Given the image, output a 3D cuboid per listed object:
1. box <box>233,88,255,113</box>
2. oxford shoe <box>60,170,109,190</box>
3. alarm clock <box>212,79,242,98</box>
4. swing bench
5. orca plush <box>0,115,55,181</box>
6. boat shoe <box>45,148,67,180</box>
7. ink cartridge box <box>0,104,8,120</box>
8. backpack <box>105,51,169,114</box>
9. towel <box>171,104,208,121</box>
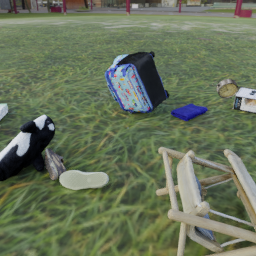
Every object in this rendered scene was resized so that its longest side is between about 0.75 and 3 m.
[{"bbox_3d":[5.308,-1.001,11.022,1.997,0.600,1.164,15,31,26],"label":"box"},{"bbox_3d":[-1.061,1.281,6.868,1.268,0.477,0.366,-3,-14,12],"label":"oxford shoe"},{"bbox_3d":[3.436,-1.440,9.939,1.048,0.707,0.349,15,45,-21],"label":"alarm clock"},{"bbox_3d":[1.682,1.453,5.399,2.114,1.371,2.102,1,27,1],"label":"swing bench"},{"bbox_3d":[-2.597,0.724,7.223,1.033,1.529,2.906,35,26,-1],"label":"orca plush"},{"bbox_3d":[-1.935,0.955,7.480,0.440,0.447,1.201,-3,33,-28],"label":"boat shoe"},{"bbox_3d":[-5.256,-0.450,10.092,1.312,0.408,1.630,-1,21,-3],"label":"ink cartridge box"},{"bbox_3d":[0.052,-1.720,10.843,2.420,2.210,1.628,11,44,48],"label":"backpack"},{"bbox_3d":[2.316,-0.591,10.624,1.183,0.293,0.874,-19,26,-33],"label":"towel"}]
